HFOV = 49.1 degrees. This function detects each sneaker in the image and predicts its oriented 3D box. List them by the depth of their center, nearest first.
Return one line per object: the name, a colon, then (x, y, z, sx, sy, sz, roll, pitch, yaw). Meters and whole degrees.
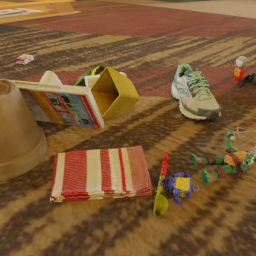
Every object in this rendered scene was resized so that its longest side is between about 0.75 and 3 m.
sneaker: (2.239, -1.310, 9.667, 1.154, 1.284, 2.975, -8, 33, -12)
sneaker: (-1.608, -1.616, 10.807, 0.924, 0.846, 2.169, -10, 27, 32)

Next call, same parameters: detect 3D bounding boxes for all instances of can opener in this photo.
can opener: (4.844, -1.963, 11.607, 1.088, 0.428, 0.345, -30, 57, -25)

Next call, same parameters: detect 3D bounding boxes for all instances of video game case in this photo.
video game case: (-2.251, -0.662, 8.161, 2.830, 2.024, 0.247, 7, 65, 11)

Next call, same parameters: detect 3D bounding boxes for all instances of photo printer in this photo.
photo printer: (-2.646, -1.112, 9.243, 0.422, 1.011, 1.215, 16, 70, 16)

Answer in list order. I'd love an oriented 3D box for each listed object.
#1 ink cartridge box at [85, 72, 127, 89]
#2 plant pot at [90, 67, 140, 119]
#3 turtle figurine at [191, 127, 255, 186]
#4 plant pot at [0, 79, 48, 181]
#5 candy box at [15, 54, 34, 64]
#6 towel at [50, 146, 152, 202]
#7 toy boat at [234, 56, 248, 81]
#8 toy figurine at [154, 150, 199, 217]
ink cartridge box: (-0.760, -1.390, 9.997, 1.402, 1.014, 0.591, -10, 22, -16)
plant pot: (-0.373, -1.058, 9.124, 1.079, 1.223, 1.223, 5, 50, -42)
turtle figurine: (2.584, 0.725, 6.796, 1.855, 0.934, 1.389, -20, 19, -2)
plant pot: (-3.325, -0.105, 7.156, 2.252, 1.954, 2.252, 1, 31, 0)
candy box: (-5.187, -3.442, 14.036, 0.555, 0.248, 0.815, 9, 33, 14)
towel: (-0.664, 1.040, 6.855, 2.307, 0.262, 1.662, -4, 34, -6)
toy boat: (5.548, -2.326, 11.526, 2.220, 1.032, 1.867, 12, 34, 17)
toy figurine: (1.117, 1.264, 6.115, 0.912, 0.803, 1.522, 12, 35, 8)
